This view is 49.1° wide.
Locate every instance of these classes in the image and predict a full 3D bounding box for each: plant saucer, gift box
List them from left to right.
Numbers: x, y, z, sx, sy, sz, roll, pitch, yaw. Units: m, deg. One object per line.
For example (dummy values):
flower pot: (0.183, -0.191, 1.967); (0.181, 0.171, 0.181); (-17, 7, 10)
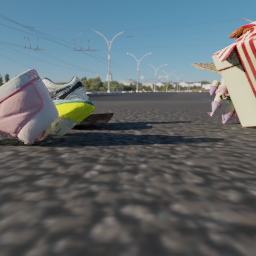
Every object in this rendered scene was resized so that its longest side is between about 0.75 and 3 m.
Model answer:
plant saucer: (-1.358, -0.243, 8.309); (1.921, 0.308, 1.921); (-6, 1, 0)
gift box: (4.111, -1.693, 7.417); (2.922, 2.729, 2.696); (-30, 10, -30)

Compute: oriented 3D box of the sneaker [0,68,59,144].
sneaker: (-2.380, -0.060, 5.391); (2.382, 1.245, 0.896); (-26, 22, 19)

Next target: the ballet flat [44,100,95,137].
ballet flat: (-1.674, -0.167, 6.238); (2.114, 0.709, 0.706); (-2, -17, 25)

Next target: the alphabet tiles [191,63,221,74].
alphabet tiles: (3.611, -2.164, 10.307); (2.043, 0.078, 2.455); (25, 27, 35)

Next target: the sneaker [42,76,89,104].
sneaker: (-2.754, -0.899, 8.846); (2.936, 1.287, 1.110); (-11, -3, -13)

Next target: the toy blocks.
toy blocks: (3.606, -0.738, 9.657); (1.747, 1.574, 1.869); (30, -15, -15)
